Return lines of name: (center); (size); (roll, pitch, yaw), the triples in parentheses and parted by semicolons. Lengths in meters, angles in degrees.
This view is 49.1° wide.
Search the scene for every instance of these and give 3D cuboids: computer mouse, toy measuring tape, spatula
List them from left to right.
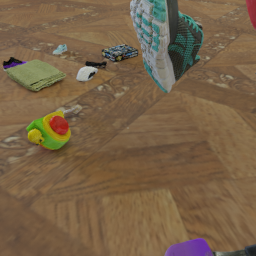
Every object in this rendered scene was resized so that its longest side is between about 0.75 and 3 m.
toy measuring tape: (-1.792, -0.010, 7.695); (0.928, 0.928, 2.521); (12, 19, 17)
computer mouse: (-1.536, -2.355, 11.259); (0.909, 0.363, 1.657); (10, 36, 12)
spatula: (1.895, 2.171, 4.832); (2.563, 0.263, 0.724); (-6, 47, -11)

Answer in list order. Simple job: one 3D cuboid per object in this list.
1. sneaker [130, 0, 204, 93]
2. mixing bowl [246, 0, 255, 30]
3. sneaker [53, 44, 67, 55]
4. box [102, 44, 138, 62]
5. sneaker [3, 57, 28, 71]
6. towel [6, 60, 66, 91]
sneaker: (0.898, -1.912, 5.585); (1.295, 2.840, 1.102); (-35, 67, -4)
mixing bowl: (3.071, -2.181, 4.814); (2.386, 1.292, 2.386); (10, 10, -2)
sneaker: (-3.249, -3.748, 13.268); (0.319, 0.354, 0.864); (16, 38, 23)
box: (-0.366, -3.476, 12.909); (1.353, 0.311, 1.076); (-24, 42, -31)
sneaker: (-4.641, -2.700, 11.605); (1.070, 0.532, 0.372); (-18, 38, -23)
towel: (-3.590, -2.063, 10.827); (2.133, 0.389, 1.582); (29, 45, 34)
